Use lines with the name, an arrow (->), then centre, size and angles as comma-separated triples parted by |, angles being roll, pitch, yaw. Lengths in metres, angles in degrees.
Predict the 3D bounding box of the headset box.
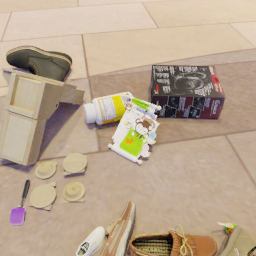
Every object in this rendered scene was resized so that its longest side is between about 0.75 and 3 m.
headset box -> 2.294, -1.436, 10.755 | 2.822, 1.090, 2.100 | 2, 44, 1

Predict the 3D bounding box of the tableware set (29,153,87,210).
tableware set -> -2.026, 1.531, 8.313 | 1.623, 0.225, 1.943 | -6, 48, -1

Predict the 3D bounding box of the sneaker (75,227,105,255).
sneaker -> -0.908, 2.827, 6.861 | 0.396, 0.417, 1.036 | 21, 46, 23

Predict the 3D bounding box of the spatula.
spatula -> -2.974, 2.038, 7.858 | 0.398, 0.145, 1.408 | -5, 43, 4

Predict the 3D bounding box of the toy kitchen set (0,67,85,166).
toy kitchen set -> -3.459, -0.544, 9.870 | 2.425, 2.682, 2.973 | 17, 7, 13

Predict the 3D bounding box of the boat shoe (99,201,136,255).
boat shoe -> -0.251, 2.589, 6.926 | 0.663, 0.699, 1.847 | 10, 43, 13

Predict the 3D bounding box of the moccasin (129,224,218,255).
moccasin -> 1.064, 2.778, 6.618 | 2.094, 0.808, 0.766 | 3, 44, 3

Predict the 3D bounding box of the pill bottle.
pill bottle -> -0.664, -0.681, 10.075 | 1.754, 0.958, 0.958 | -13, 46, -13

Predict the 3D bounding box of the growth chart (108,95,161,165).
growth chart -> 0.267, 0.029, 9.245 | 1.554, 0.190, 2.148 | 17, 77, 24

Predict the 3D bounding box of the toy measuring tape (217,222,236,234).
toy measuring tape -> 2.499, 2.549, 7.141 | 0.774, 0.285, 0.285 | 18, 38, -26

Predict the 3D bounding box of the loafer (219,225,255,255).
loafer -> 2.331, 3.046, 6.197 | 0.685, 0.772, 2.031 | 22, 46, 29

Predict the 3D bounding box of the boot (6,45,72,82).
boot -> -4.006, -2.474, 11.909 | 2.884, 1.117, 1.995 | 3, 49, 4
